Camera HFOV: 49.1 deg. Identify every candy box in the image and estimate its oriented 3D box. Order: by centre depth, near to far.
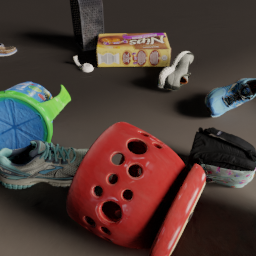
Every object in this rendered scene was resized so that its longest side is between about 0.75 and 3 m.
[{"bbox_3d":[0.217,-3.282,11.731,2.944,0.831,1.717,-1,39,1],"label":"candy box"}]

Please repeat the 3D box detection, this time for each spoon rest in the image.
[{"bbox_3d":[-1.812,-2.529,11.284,0.502,0.306,1.010,-33,63,-33],"label":"spoon rest"}]

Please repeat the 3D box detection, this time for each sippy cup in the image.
[{"bbox_3d":[-2.781,-0.360,7.469,2.405,1.888,1.762,8,28,-5],"label":"sippy cup"}]

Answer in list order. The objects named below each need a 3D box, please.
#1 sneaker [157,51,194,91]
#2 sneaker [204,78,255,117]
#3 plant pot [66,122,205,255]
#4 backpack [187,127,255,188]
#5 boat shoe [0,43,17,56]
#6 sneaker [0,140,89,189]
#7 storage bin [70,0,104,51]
[{"bbox_3d":[1.934,-2.043,10.297,0.910,0.848,2.295,28,52,17],"label":"sneaker"},{"bbox_3d":[3.246,-1.041,8.498,2.101,0.823,0.945,-30,5,-16],"label":"sneaker"},{"bbox_3d":[0.251,1.196,5.217,1.926,2.115,2.115,26,45,17],"label":"plant pot"},{"bbox_3d":[2.230,0.748,6.608,1.507,0.954,1.258,13,52,15],"label":"backpack"},{"bbox_3d":[-5.533,-3.399,12.154,1.307,0.473,0.472,-19,42,-22],"label":"boat shoe"},{"bbox_3d":[-1.836,0.775,6.502,2.382,1.028,0.924,-8,40,-10],"label":"sneaker"},{"bbox_3d":[-1.799,-4.738,12.432,1.040,2.218,1.499,-16,41,-20],"label":"storage bin"}]
